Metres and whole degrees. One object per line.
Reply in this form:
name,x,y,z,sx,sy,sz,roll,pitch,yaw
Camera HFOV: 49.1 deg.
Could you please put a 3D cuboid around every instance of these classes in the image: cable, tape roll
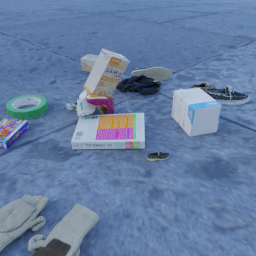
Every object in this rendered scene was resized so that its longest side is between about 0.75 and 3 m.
cable,0.456,-2.185,13.743,2.250,0.571,1.835,-4,32,-5
tape roll,-4.265,-0.904,11.873,1.627,0.391,1.627,-1,32,0

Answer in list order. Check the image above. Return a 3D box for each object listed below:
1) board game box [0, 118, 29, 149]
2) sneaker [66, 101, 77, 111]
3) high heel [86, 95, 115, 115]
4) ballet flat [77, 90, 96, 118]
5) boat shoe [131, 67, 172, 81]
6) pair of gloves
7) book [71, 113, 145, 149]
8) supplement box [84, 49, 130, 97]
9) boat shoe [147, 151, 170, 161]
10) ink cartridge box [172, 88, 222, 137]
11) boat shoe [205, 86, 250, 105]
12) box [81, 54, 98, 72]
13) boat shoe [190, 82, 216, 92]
board game box,-4.440,0.175,10.210,0.980,0.326,1.458,7,33,10
sneaker,-2.279,-0.983,11.995,0.894,0.386,0.347,15,35,22
high heel,-1.039,-0.743,10.452,0.643,0.916,1.910,14,9,16
ballet flat,-1.566,-1.147,11.309,0.898,0.898,2.501,0,19,0
boat shoe,1.249,-2.945,14.780,2.132,0.775,0.669,-2,35,6
pair of gloves,-2.132,2.486,6.453,2.474,0.434,2.104,11,37,22
book,-0.643,0.124,10.086,2.487,0.598,1.661,0,33,3
supplement box,-0.824,-2.072,10.826,1.075,1.706,0.627,0,38,-50
boat shoe,1.002,0.898,9.128,0.774,0.251,0.283,-9,33,-14
ink cartridge box,2.526,-0.715,10.800,1.159,1.190,1.851,-9,34,-14
boat shoe,4.443,-1.517,12.540,2.071,0.707,0.765,3,32,5
box,-1.588,-3.559,15.746,1.935,0.752,0.919,15,35,23
boat shoe,3.622,-1.931,13.447,1.499,0.446,0.539,-13,34,-19
